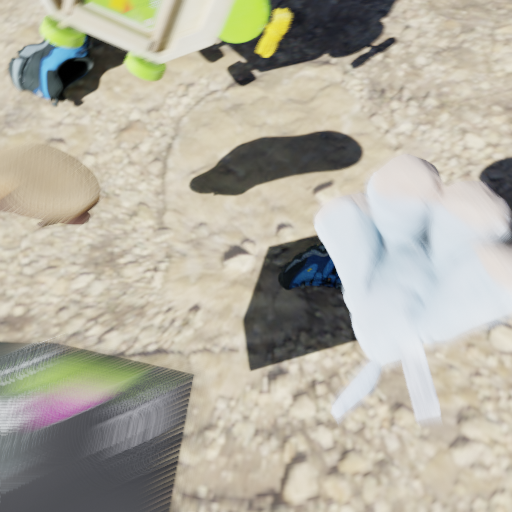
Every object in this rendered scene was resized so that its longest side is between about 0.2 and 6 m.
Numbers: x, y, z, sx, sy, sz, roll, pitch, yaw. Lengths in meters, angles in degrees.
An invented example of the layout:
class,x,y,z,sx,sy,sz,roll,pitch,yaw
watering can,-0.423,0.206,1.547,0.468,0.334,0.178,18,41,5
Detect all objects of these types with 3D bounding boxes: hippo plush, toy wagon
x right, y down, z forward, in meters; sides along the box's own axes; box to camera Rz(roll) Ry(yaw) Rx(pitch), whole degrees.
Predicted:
class,x,y,z,sx,sy,sz,roll,pitch,yaw
hippo plush,1.901,0.243,5.792,1.935,1.953,2.429,-10,85,35
toy wagon,-1.419,-4.206,8.428,4.021,3.120,0.796,17,42,-20

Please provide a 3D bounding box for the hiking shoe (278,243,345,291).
class,x,y,z,sx,sy,sz,roll,pitch,yaw
hiking shoe,1.351,0.236,8.857,1.994,0.742,0.865,-17,63,-9

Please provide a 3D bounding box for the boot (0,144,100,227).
class,x,y,z,sx,sy,sz,roll,pitch,yaw
boot,-2.391,-0.723,6.636,2.009,1.671,0.727,12,82,17

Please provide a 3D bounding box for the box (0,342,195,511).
class,x,y,z,sx,sy,sz,roll,pitch,yaw
box,-1.771,1.500,5.056,1.495,2.013,1.251,20,72,-36

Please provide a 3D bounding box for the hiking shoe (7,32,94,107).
class,x,y,z,sx,sy,sz,roll,pitch,yaw
hiking shoe,-3.616,-4.140,11.125,1.185,1.017,2.734,29,75,4
